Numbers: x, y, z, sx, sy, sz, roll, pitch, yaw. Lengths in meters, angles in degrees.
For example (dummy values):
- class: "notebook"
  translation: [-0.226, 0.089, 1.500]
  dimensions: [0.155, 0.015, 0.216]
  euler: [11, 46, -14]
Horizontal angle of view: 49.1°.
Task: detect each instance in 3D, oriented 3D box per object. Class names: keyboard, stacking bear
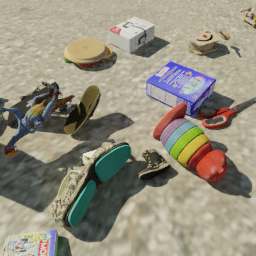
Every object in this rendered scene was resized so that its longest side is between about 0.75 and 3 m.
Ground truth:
- class: "keyboard"
  translation: [-2.795, -0.743, 8.500]
  dimensions: [2.007, 0.398, 1.045]
  euler: [-23, 49, 20]
- class: "stacking bear"
  translation: [1.708, 0.518, 7.295]
  dimensions: [1.151, 1.229, 2.023]
  euler: [-33, 61, -22]

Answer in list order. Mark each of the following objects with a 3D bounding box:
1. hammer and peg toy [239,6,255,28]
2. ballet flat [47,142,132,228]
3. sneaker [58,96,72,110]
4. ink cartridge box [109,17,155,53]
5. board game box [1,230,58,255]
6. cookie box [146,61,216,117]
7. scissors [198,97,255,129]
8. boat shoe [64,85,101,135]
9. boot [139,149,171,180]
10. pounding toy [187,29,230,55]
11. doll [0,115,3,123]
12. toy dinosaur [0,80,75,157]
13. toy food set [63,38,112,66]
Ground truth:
- class: "hammer and peg toy"
  translation: [5.769, -5.145, 12.993]
  dimensions: [0.933, 0.447, 1.268]
  euler: [-19, 50, -15]
- class: "ballet flat"
  translation: [-0.985, 1.167, 6.843]
  dimensions: [0.989, 0.891, 2.627]
  euler: [16, 51, 32]
- class: "sneaker"
  translation: [-2.121, -0.892, 9.120]
  dimensions: [0.564, 0.310, 0.771]
  euler: [-12, 44, -22]
- class: "ink cartridge box"
  translation: [0.181, -3.920, 11.670]
  dimensions: [1.175, 0.674, 1.617]
  euler: [33, 55, 27]
- class: "board game box"
  translation: [-1.974, 2.783, 5.448]
  dimensions: [1.081, 0.234, 1.606]
  euler: [-6, 34, -5]
- class: "cookie box"
  translation: [1.729, -1.359, 9.270]
  dimensions: [1.772, 0.666, 1.516]
  euler: [30, 54, 25]
- class: "scissors"
  translation: [3.341, -0.503, 8.858]
  dimensions: [2.412, 0.168, 0.882]
  euler: [-12, 46, -12]
- class: "boat shoe"
  translation: [-1.275, -0.476, 8.358]
  dimensions: [0.588, 0.540, 1.644]
  euler: [25, 81, 27]
- class: "boot"
  translation: [0.561, 0.935, 7.342]
  dimensions: [0.932, 0.341, 0.701]
  euler: [-19, 51, -22]
- class: "pounding toy"
  translation: [3.190, -3.693, 11.270]
  dimensions: [1.660, 0.952, 0.949]
  euler: [-21, 55, -19]
- class: "doll"
  translation: [-4.566, -0.441, 8.482]
  dimensions: [1.454, 0.517, 2.132]
  euler: [-1, 45, -18]
- class: "toy dinosaur"
  translation: [-2.341, -0.141, 7.234]
  dimensions: [1.161, 2.211, 2.007]
  euler: [32, 97, 36]
- class: "toy food set"
  translation: [-1.627, -2.980, 10.965]
  dimensions: [1.731, 0.425, 1.749]
  euler: [25, 52, 21]
